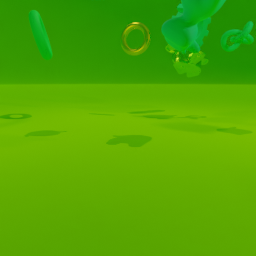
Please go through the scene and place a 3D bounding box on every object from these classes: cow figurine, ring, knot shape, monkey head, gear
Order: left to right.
[{"bbox_3d":[-2.904,-3.075,9.348,0.324,1.621,1.621,-17,12,-6],"label":"ring"},{"bbox_3d":[0.256,-3.142,9.886,1.146,1.146,0.229,4,6,24],"label":"ring"},{"bbox_3d":[2.109,-2.400,9.486,1.685,1.015,1.212,17,-35,-15],"label":"monkey head"},{"bbox_3d":[2.368,-3.828,10.557,1.920,1.920,0.355,-8,29,-40],"label":"gear"},{"bbox_3d":[1.362,-2.323,5.341,0.927,1.688,1.661,38,-19,11],"label":"cow figurine"},{"bbox_3d":[3.624,-2.964,9.004,1.109,0.513,1.038,-13,-16,-21],"label":"knot shape"}]
